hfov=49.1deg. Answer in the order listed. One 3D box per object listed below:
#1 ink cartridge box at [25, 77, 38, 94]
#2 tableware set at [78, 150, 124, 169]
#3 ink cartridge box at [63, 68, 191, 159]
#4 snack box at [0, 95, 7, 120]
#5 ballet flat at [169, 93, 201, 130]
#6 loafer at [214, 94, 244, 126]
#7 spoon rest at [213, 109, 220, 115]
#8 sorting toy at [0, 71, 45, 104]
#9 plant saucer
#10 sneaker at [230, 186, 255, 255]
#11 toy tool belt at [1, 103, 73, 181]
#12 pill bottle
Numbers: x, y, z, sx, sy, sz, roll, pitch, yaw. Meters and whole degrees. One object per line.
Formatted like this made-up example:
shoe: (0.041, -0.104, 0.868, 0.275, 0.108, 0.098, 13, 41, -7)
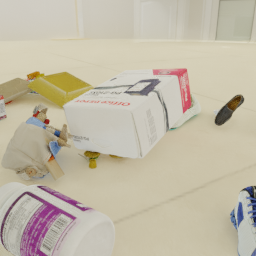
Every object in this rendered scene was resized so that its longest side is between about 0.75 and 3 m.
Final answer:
ink cartridge box: (-4.393, -2.054, 13.210, 2.307, 0.581, 1.257, 6, 24, 14)
tableware set: (-0.506, 0.661, 6.919, 0.878, 0.200, 1.303, 21, 28, 37)
ink cartridge box: (0.104, -0.553, 7.293, 2.075, 1.209, 2.867, 6, 31, 34)
snack box: (-5.721, -0.497, 8.846, 2.253, 0.904, 2.672, 11, 26, 25)
ballet flat: (1.867, -0.741, 9.479, 0.952, 0.952, 2.741, 12, 24, 29)
loafer: (3.099, -0.578, 8.663, 0.430, 1.183, 0.428, 40, 11, 20)
spoon rest: (3.186, -0.484, 9.536, 0.590, 0.360, 1.187, 3, 22, 22)
sorting toy: (-4.705, -1.721, 12.067, 2.107, 0.379, 2.828, 19, 40, 38)
plant saucer: (-2.588, -1.712, 11.599, 2.173, 0.527, 2.173, 31, 32, 20)
sneaker: (1.914, 1.367, 4.169, 0.601, 0.859, 1.488, 0, 21, 4)
toy tool belt: (-1.907, 0.386, 6.536, 1.296, 1.317, 2.110, 28, 21, -12)
pill bottle: (-1.156, 1.390, 3.928, 1.794, 1.007, 1.007, 15, 26, 33)
